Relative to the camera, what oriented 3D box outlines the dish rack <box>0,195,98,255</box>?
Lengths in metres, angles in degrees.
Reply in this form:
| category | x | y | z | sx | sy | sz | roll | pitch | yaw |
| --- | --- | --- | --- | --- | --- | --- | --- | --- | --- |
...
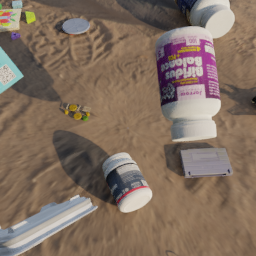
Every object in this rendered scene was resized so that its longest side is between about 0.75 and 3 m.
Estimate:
| category | x | y | z | sx | sy | sz | roll | pitch | yaw |
| --- | --- | --- | --- | --- | --- | --- | --- | --- | --- |
| dish rack | -1.237 | 1.308 | 3.848 | 1.405 | 1.206 | 0.306 | -16 | 82 | -49 |

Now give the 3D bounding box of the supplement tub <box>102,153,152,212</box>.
| category | x | y | z | sx | sy | sz | roll | pitch | yaw |
| --- | --- | --- | --- | --- | --- | --- | --- | --- | --- |
| supplement tub | -0.043 | 1.221 | 6.333 | 0.809 | 0.809 | 1.153 | -20 | 55 | -15 |

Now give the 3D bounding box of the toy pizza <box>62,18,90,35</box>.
| category | x | y | z | sx | sy | sz | roll | pitch | yaw |
| --- | --- | --- | --- | --- | --- | --- | --- | --- | --- |
| toy pizza | -1.969 | -3.836 | 10.658 | 1.052 | 0.167 | 1.052 | 0 | 51 | 0 |

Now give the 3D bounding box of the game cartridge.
| category | x | y | z | sx | sy | sz | roll | pitch | yaw |
| --- | --- | --- | --- | --- | --- | --- | --- | --- | --- |
| game cartridge | 1.931 | 0.859 | 7.009 | 1.182 | 0.227 | 0.766 | -2 | 48 | -2 |

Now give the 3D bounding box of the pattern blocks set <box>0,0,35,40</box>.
| category | x | y | z | sx | sy | sz | roll | pitch | yaw |
| --- | --- | --- | --- | --- | --- | --- | --- | --- | --- |
| pattern blocks set | -4.812 | -4.202 | 10.911 | 2.316 | 0.214 | 2.635 | -18 | 54 | -14 |

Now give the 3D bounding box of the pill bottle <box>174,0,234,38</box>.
| category | x | y | z | sx | sy | sz | roll | pitch | yaw |
| --- | --- | --- | --- | --- | --- | --- | --- | --- | --- |
| pill bottle | 2.789 | -4.516 | 10.352 | 1.466 | 1.466 | 2.641 | -12 | 53 | -9 |

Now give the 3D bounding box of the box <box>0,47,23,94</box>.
| category | x | y | z | sx | sy | sz | roll | pitch | yaw |
| --- | --- | --- | --- | --- | --- | --- | --- | --- | --- |
| box | -1.869 | -0.808 | 3.815 | 0.359 | 0.601 | 1.460 | -42 | 24 | -18 |

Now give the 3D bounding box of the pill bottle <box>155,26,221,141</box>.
| category | x | y | z | sx | sy | sz | roll | pitch | yaw |
| --- | --- | --- | --- | --- | --- | --- | --- | --- | --- |
| pill bottle | 1.169 | -0.786 | 5.452 | 1.140 | 1.140 | 2.030 | -5 | 82 | -4 |

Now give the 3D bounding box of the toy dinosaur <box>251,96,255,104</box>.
| category | x | y | z | sx | sy | sz | roll | pitch | yaw |
| --- | --- | --- | --- | --- | --- | --- | --- | --- | --- |
| toy dinosaur | 4.120 | -0.689 | 7.942 | 0.991 | 0.746 | 1.460 | 45 | 42 | 11 |

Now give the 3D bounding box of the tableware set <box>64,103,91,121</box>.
| category | x | y | z | sx | sy | sz | roll | pitch | yaw |
| --- | --- | --- | --- | --- | --- | --- | --- | --- | --- |
| tableware set | -1.462 | -0.435 | 8.072 | 0.759 | 0.117 | 0.511 | 11 | 56 | 7 |
